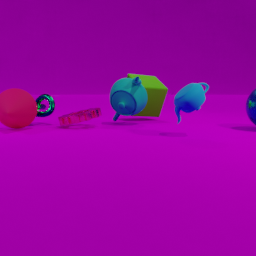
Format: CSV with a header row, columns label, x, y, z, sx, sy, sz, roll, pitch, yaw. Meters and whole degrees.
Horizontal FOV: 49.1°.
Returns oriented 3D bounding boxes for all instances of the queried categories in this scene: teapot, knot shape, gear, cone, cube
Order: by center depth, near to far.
label,x,y,z,sx,sy,sz,roll,pitch,yaw
teapot,1.470,-0.637,6.635,1.228,0.601,0.763,-45,14,-10
cone,-3.080,-0.455,7.454,1.160,1.160,1.164,-2,10,-12
gear,-1.469,-0.362,8.578,1.294,0.239,1.294,-12,10,2
teapot,-0.018,-0.969,8.958,1.259,2.024,0.991,33,39,1
knot shape,-2.885,-0.649,9.056,1.139,0.563,1.218,-22,33,8
cube,0.583,-1.217,10.499,1.190,1.190,1.190,1,32,-23

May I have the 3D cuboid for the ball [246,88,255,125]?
label,x,y,z,sx,sy,sz,roll,pitch,yaw
ball,3.946,-0.595,7.723,1.299,1.299,1.299,0,7,0
